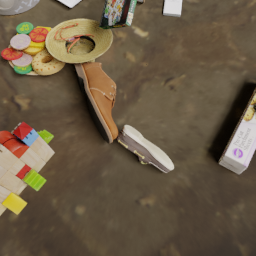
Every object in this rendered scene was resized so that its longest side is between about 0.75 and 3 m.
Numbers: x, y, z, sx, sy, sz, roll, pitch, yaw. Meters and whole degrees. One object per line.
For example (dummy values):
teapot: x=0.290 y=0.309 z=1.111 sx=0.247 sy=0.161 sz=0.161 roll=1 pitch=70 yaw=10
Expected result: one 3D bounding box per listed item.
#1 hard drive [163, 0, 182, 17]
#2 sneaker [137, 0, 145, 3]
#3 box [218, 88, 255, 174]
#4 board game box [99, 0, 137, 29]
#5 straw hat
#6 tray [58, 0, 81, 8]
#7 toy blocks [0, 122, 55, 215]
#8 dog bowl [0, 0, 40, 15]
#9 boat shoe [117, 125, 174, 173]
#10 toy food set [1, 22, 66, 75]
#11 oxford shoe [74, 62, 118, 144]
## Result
hard drive: x=1.473 y=-4.007 z=9.203 sx=0.558 sy=0.111 sz=0.846 roll=8 pitch=62 yaw=4
sneaker: x=0.007 y=-5.331 z=9.475 sx=1.383 sy=0.876 sz=2.459 roll=6 pitch=64 yaw=0
box: x=3.114 y=-0.207 z=6.940 sx=0.590 sy=0.550 sz=2.845 roll=30 pitch=66 yaw=15
board game box: x=-0.129 y=-3.370 z=6.872 sx=0.969 sy=0.217 sz=1.850 roll=13 pitch=89 yaw=44
straw hat: x=-1.296 y=-2.190 z=7.858 sx=1.896 sy=0.803 sz=1.896 roll=-2 pitch=56 yaw=3
tray: x=-1.646 y=-4.724 z=9.533 sx=0.987 sy=0.204 sz=1.839 roll=35 pitch=68 yaw=18
toy blocks: x=-1.652 y=0.469 z=3.629 sx=0.776 sy=1.062 sz=1.553 roll=31 pitch=70 yaw=21
dog bowl: x=-3.893 y=-4.639 z=9.230 sx=2.245 sy=0.658 sz=2.245 roll=0 pitch=63 yaw=0
boat shoe: x=0.395 y=0.563 z=6.593 sx=1.504 sy=0.540 sz=0.448 roll=39 pitch=109 yaw=5
toy food set: x=-2.621 y=-2.273 z=8.088 sx=1.865 sy=0.458 sz=1.884 roll=6 pitch=63 yaw=3
oxford shoe: x=-0.641 y=-0.787 z=7.088 sx=0.906 sy=0.907 sz=2.543 roll=-15 pitch=62 yaw=-13
